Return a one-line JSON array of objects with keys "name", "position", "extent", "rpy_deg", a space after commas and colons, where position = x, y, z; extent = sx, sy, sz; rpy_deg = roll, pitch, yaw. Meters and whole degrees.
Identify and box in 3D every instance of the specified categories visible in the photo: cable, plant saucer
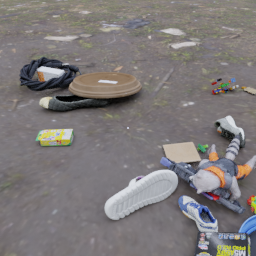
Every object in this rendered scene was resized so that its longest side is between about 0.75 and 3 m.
[{"name": "cable", "position": [-3.479, -2.373, 11.977], "extent": [2.170, 0.676, 2.660], "rpy_deg": [38, 46, 23]}, {"name": "plant saucer", "position": [-0.906, -1.807, 11.330], "extent": [2.953, 0.435, 2.953], "rpy_deg": [0, 24, 0]}]

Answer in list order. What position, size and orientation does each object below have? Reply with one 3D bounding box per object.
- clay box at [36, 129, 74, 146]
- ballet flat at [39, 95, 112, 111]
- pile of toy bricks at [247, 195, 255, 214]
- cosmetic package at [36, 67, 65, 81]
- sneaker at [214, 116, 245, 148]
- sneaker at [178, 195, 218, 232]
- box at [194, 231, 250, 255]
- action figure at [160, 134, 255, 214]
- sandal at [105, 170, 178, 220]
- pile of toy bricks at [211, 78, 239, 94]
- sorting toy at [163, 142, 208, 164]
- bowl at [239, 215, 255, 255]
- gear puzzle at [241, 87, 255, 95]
[{"name": "clay box", "position": [-2.300, 0.300, 8.841], "extent": [1.067, 0.254, 0.613], "rpy_deg": [-2, 32, 1]}, {"name": "ballet flat", "position": [-1.950, -1.130, 10.499], "extent": [2.668, 0.758, 0.887], "rpy_deg": [-6, 35, -9]}, {"name": "pile of toy bricks", "position": [3.058, 1.770, 6.257], "extent": [0.649, 0.729, 1.315], "rpy_deg": [-4, 24, 2]}, {"name": "cosmetic package", "position": [-3.364, -2.260, 12.287], "extent": [1.208, 0.613, 0.430], "rpy_deg": [13, 39, 19]}, {"name": "sneaker", "position": [3.235, 0.171, 8.860], "extent": [0.619, 0.577, 1.562], "rpy_deg": [-12, 29, -1]}, {"name": "sneaker", "position": [1.604, 1.867, 6.328], "extent": [0.453, 0.531, 1.204], "rpy_deg": [-19, 38, -23]}, {"name": "box", "position": [1.806, 2.412, 5.393], "extent": [1.009, 0.223, 0.808], "rpy_deg": [-11, 32, 31]}, {"name": "action figure", "position": [2.092, 0.914, 7.099], "extent": [2.353, 1.231, 2.276], "rpy_deg": [28, 29, 24]}, {"name": "sandal", "position": [0.307, 1.473, 6.719], "extent": [2.008, 0.817, 0.493], "rpy_deg": [-18, 25, -24]}, {"name": "pile of toy bricks", "position": [3.953, -1.746, 11.714], "extent": [1.131, 0.628, 0.558], "rpy_deg": [-16, -3, -6]}, {"name": "sorting toy", "position": [1.783, 0.742, 8.260], "extent": [1.358, 0.200, 1.004], "rpy_deg": [-6, 30, -2]}, {"name": "bowl", "position": [3.099, 2.549, 5.446], "extent": [1.930, 0.379, 1.930], "rpy_deg": [0, 34, 0]}, {"name": "gear puzzle", "position": [5.091, -1.571, 11.754], "extent": [0.413, 0.104, 0.797], "rpy_deg": [-21, 37, -25]}]
